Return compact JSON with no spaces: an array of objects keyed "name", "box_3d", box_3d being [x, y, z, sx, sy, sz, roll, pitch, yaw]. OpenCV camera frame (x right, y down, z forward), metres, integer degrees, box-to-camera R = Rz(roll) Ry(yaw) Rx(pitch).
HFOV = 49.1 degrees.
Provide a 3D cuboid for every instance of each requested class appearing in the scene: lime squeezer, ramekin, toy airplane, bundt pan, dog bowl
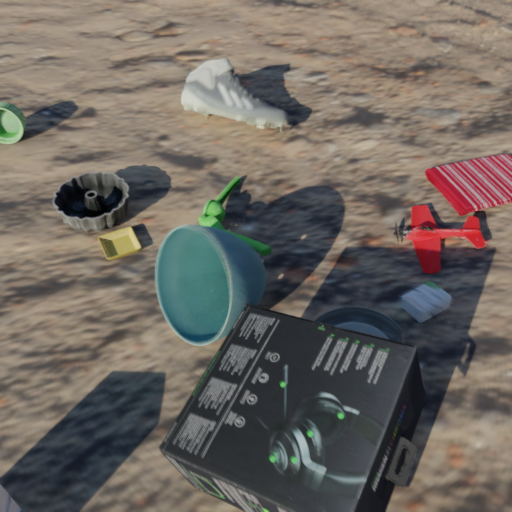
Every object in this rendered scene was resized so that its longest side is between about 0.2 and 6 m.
[{"name":"lime squeezer","box_3d":[-0.655,-0.855,11.703,1.185,0.633,3.356,-28,32,5]},{"name":"ramekin","box_3d":[-6.339,-3.384,14.157,0.988,0.988,0.483,-1,38,-1]},{"name":"toy airplane","box_3d":[3.882,-0.431,11.702,2.018,0.371,2.018,0,48,0]},{"name":"bundt pan","box_3d":[-3.535,-1.113,12.196,1.622,0.609,1.622,1,46,-1]},{"name":"dog bowl","box_3d":[1.629,1.776,9.313,1.890,0.554,1.890,-5,50,6]}]

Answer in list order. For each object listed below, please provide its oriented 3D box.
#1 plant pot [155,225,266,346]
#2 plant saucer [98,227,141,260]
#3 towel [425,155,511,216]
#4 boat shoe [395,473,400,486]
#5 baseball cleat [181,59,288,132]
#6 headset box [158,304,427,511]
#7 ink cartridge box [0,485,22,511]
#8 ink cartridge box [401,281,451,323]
[{"name":"plant pot","box_3d":[-0.636,0.441,9.972,1.389,2.062,2.062,-8,40,-44]},{"name":"plant saucer","box_3d":[-2.833,-0.225,11.639,0.733,0.178,0.733,-20,49,-17]},{"name":"towel","box_3d":[5.322,-1.687,12.993,2.364,0.266,1.709,-12,45,-14]},{"name":"boat shoe","box_3d":[1.159,3.064,8.109,1.773,0.620,0.588,14,57,25]},{"name":"baseball cleat","box_3d":[-0.526,-4.228,14.499,3.032,1.614,1.057,14,9,13]},{"name":"headset box","box_3d":[0.670,2.292,7.679,2.942,1.365,2.561,10,53,31]},{"name":"ink cartridge box","box_3d":[-3.742,3.568,7.146,1.011,1.374,0.994,0,46,0]},{"name":"ink cartridge box","box_3d":[3.160,0.855,10.466,0.737,0.310,0.538,-24,43,-20]}]
